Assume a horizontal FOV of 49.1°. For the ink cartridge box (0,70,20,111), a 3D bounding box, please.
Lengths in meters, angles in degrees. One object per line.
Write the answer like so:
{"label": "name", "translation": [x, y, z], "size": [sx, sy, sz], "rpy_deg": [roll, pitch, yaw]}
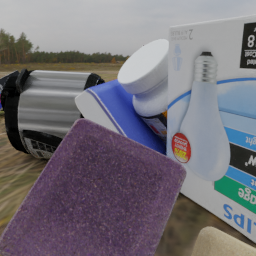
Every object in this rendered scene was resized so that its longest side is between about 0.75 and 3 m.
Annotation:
{"label": "ink cartridge box", "translation": [-4.285, -1.257, 9.741], "size": [0.352, 0.898, 1.896], "rpy_deg": [-37, 8, 47]}

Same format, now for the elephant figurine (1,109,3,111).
{"label": "elephant figurine", "translation": [-4.299, -0.834, 10.215], "size": [1.219, 0.862, 0.946], "rpy_deg": [1, 54, -35]}

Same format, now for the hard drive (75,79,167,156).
{"label": "hard drive", "translation": [0.109, -0.071, 5.153], "size": [0.340, 1.769, 2.681], "rpy_deg": [-34, 6, 16]}

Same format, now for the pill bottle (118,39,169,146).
{"label": "pill bottle", "translation": [0.873, -0.412, 5.051], "size": [1.265, 2.174, 1.265], "rpy_deg": [-30, 33, 23]}

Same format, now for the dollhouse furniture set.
{"label": "dollhouse furniture set", "translation": [0.283, 1.476, 1.902], "size": [2.329, 1.845, 1.653], "rpy_deg": [25, -24, 8]}

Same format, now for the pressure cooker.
{"label": "pressure cooker", "translation": [-1.487, -0.269, 5.627], "size": [1.990, 1.750, 1.778], "rpy_deg": [5, 11, 5]}

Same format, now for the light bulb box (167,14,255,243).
{"label": "light bulb box", "translation": [1.726, -0.080, 3.457], "size": [1.499, 2.403, 2.381], "rpy_deg": [-9, 16, -26]}
